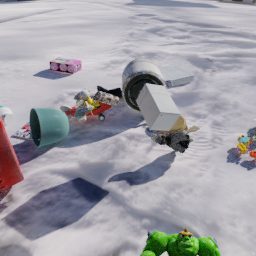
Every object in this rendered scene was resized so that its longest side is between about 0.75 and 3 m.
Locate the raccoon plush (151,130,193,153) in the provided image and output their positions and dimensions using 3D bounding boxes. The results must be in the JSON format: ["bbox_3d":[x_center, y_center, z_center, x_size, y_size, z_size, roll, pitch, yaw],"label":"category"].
[{"bbox_3d":[1.601,0.284,9.976,1.514,0.733,1.015,25,16,-2],"label":"raccoon plush"}]

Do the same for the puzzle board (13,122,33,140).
[{"bbox_3d":[-3.910,0.029,11.507,1.000,0.115,1.327,10,34,15],"label":"puzzle board"}]

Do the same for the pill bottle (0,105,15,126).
[{"bbox_3d":[-5.458,-0.568,11.804,1.455,0.806,0.806,19,37,27],"label":"pill bottle"}]

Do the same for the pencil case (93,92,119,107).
[{"bbox_3d":[-0.701,-0.927,9.033,0.857,0.383,0.333,12,41,-43],"label":"pencil case"}]

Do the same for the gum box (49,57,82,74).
[{"bbox_3d":[-3.782,-3.850,17.250,1.780,0.589,1.010,13,33,19],"label":"gum box"}]

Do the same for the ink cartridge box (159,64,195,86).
[{"bbox_3d":[2.410,-3.042,16.129,2.047,0.416,2.043,-13,34,-19],"label":"ink cartridge box"}]

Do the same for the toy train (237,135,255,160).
[{"bbox_3d":[4.419,0.746,10.174,0.943,0.349,1.256,9,36,12],"label":"toy train"}]

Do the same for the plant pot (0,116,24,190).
[{"bbox_3d":[-4.598,0.725,8.029,2.402,2.638,2.638,-19,37,-24],"label":"plant pot"}]

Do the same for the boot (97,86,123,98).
[{"bbox_3d":[-0.902,-1.807,14.071,1.065,0.484,1.268,-16,42,-18],"label":"boot"}]

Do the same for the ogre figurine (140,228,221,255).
[{"bbox_3d":[1.135,2.948,6.032,2.246,1.102,1.346,-7,48,17],"label":"ogre figurine"}]

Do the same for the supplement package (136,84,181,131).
[{"bbox_3d":[0.973,-0.690,9.292,0.820,0.823,1.402,4,45,-29],"label":"supplement package"}]

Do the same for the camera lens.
[{"bbox_3d":[0.687,-2.043,13.062,1.965,1.965,2.456,-1,31,-2],"label":"camera lens"}]

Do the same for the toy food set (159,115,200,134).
[{"bbox_3d":[1.802,-0.152,11.631,1.418,0.412,2.053,-24,44,-22],"label":"toy food set"}]

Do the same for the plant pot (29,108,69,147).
[{"bbox_3d":[-2.921,-0.082,10.536,1.162,1.448,1.448,-9,32,-32],"label":"plant pot"}]

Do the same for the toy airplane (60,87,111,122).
[{"bbox_3d":[-1.939,-0.979,11.943,1.933,1.364,1.925,22,39,30],"label":"toy airplane"}]
